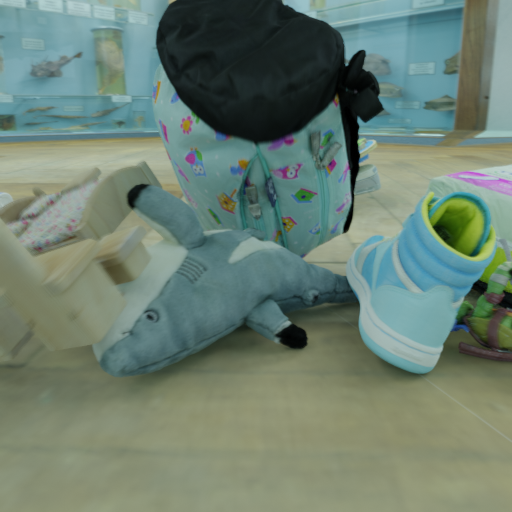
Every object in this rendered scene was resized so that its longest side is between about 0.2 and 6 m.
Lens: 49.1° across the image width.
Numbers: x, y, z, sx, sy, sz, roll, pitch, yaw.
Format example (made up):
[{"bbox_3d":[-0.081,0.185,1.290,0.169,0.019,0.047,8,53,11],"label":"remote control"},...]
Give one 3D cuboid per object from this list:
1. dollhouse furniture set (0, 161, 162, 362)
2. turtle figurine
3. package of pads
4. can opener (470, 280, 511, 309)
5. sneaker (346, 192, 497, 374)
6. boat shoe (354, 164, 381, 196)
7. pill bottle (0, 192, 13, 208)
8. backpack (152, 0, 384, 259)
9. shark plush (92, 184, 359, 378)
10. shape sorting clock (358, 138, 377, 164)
[{"bbox_3d":[-2.020,-0.715,5.398,2.802,1.604,3.286,-13,32,32],"label":"dollhouse furniture set"},{"bbox_3d":[2.568,0.499,5.180,1.342,0.966,1.301,-16,26,-32],"label":"turtle figurine"},{"bbox_3d":[3.965,-0.163,6.344,2.639,1.165,3.416,-13,29,-37],"label":"package of pads"},{"bbox_3d":[2.758,0.321,6.766,0.395,0.489,1.245,41,6,-26],"label":"can opener"},{"bbox_3d":[1.647,-0.049,5.596,0.944,1.550,2.374,22,22,-7],"label":"sneaker"},{"bbox_3d":[1.863,-1.446,12.552,1.924,0.685,0.671,-15,21,31],"label":"boat shoe"},{"bbox_3d":[-5.732,-1.210,12.297,0.708,0.403,0.403,9,18,30],"label":"pill bottle"},{"bbox_3d":[0.032,-1.347,7.022,2.141,3.382,2.822,-25,53,-8],"label":"backpack"},{"bbox_3d":[-0.069,0.580,5.803,3.546,1.611,1.477,13,25,-41],"label":"shark plush"},{"bbox_3d":[1.239,-2.056,13.122,3.253,0.638,3.253,-21,9,3],"label":"shape sorting clock"}]
